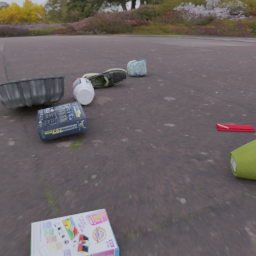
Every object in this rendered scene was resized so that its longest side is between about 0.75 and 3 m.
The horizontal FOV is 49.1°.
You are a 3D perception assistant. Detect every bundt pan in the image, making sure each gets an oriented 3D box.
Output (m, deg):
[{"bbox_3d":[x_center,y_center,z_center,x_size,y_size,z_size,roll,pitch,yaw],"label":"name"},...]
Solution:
[{"bbox_3d":[-3.994,-1.453,11.738,2.901,1.089,2.901,-9,7,1],"label":"bundt pan"}]

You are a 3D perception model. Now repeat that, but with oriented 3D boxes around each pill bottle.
[{"bbox_3d":[-2.065,-1.677,13.012,0.963,0.963,1.611,-5,24,-11],"label":"pill bottle"}]

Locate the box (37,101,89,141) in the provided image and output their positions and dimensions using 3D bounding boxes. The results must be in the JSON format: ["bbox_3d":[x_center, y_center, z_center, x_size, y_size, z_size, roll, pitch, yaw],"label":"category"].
[{"bbox_3d":[-2.345,-0.304,9.930,1.616,0.523,2.049,-15,25,-11],"label":"box"}]

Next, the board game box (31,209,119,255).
[{"bbox_3d":[-0.998,2.058,5.105,1.452,0.293,1.111,-7,24,-15],"label":"board game box"}]

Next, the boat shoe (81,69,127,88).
[{"bbox_3d":[-1.231,-2.627,15.400,2.643,0.944,0.869,-10,32,-14],"label":"boat shoe"}]

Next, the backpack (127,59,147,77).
[{"bbox_3d":[0.580,-3.829,17.930,1.207,1.061,0.925,-10,21,-12],"label":"backpack"}]

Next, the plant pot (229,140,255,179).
[{"bbox_3d":[3.339,0.814,7.108,1.338,1.252,1.252,-11,22,7],"label":"plant pot"}]

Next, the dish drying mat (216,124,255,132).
[{"bbox_3d":[3.893,-0.011,10.176,1.274,0.116,0.489,2,22,5],"label":"dish drying mat"}]
